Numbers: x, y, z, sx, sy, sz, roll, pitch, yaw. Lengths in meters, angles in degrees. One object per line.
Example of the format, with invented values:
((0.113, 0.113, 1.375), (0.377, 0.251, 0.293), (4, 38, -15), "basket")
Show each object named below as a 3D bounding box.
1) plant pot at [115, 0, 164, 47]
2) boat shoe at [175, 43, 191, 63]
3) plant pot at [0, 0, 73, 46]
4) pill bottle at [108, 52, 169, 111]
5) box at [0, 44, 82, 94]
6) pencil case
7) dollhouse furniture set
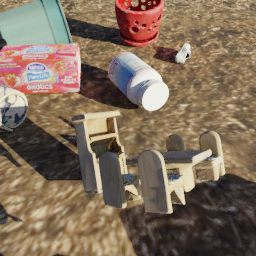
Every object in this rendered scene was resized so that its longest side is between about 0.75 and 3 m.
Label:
((0.458, -4.703, 12.190), (2.036, 1.854, 2.036), (0, 50, 0), "plant pot")
((2.331, -3.011, 11.366), (0.433, 0.475, 1.319), (23, 43, 17), "boat shoe")
((-3.660, -3.861, 11.089), (2.394, 2.444, 2.444), (-18, 41, -11), "plant pot")
((0.314, -1.458, 8.777), (1.182, 1.182, 2.173), (-17, 41, -20), "pill bottle")
((-2.937, -2.009, 9.451), (2.600, 1.241, 1.296), (-2, 39, -3), "box")
((-4.213, -0.833, 8.105), (2.756, 1.233, 1.072), (20, 4, 22), "pencil case")
((0.234, 0.366, 5.274), (2.432, 1.583, 2.234), (-8, 2, 39), "dollhouse furniture set")
